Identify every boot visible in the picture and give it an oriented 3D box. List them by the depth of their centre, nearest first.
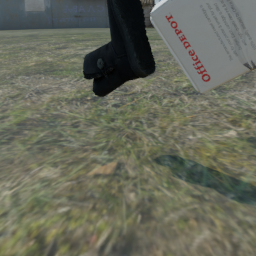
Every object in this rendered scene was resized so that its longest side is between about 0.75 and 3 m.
[{"bbox_3d":[-0.506,-2.239,7.393,2.132,2.537,0.969,-13,4,45],"label":"boot"}]

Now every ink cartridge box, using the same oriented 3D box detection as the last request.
[{"bbox_3d":[1.464,-1.537,3.640,1.915,1.403,0.792,-26,23,32],"label":"ink cartridge box"}]

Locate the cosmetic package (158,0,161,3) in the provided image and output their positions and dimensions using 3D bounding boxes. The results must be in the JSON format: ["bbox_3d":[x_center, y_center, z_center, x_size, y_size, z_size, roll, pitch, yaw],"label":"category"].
[{"bbox_3d":[1.350,-4.144,9.107,0.498,0.692,1.227,27,66,4],"label":"cosmetic package"}]
